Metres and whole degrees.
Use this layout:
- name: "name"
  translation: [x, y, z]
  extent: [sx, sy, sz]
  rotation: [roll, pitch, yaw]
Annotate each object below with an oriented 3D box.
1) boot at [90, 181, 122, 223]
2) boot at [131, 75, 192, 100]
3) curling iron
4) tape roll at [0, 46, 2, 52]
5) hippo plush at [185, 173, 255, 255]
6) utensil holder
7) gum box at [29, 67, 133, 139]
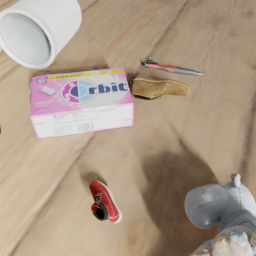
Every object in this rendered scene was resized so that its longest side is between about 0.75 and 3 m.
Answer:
- name: "boot"
  translation: [-0.665, 1.583, 6.242]
  extent: [0.417, 0.832, 1.153]
  rotation: [-46, 55, 7]
- name: "boot"
  translation: [1.039, -1.154, 8.977]
  extent: [1.929, 0.710, 0.728]
  rotation: [9, 65, 16]
- name: "curling iron"
  translation: [1.601, -2.167, 10.037]
  extent: [2.175, 0.278, 0.539]
  rotation: [14, 49, 12]
- name: "tape roll"
  translation: [-5.497, -2.957, 9.705]
  extent: [1.834, 1.834, 1.259]
  rotation: [9, 48, 8]
- name: "hippo plush"
  translation: [2.129, 1.782, 5.354]
  extent: [2.428, 1.934, 1.952]
  rotation: [-5, 49, -4]
- name: "utensil holder"
  translation: [-3.128, -3.764, 10.269]
  extent: [2.193, 2.193, 2.580]
  rotation: [12, 46, 11]
- name: "gum box"
  translation: [-1.429, -0.778, 8.290]
  extent: [2.941, 0.973, 1.669]
  rotation: [-8, 50, -7]
